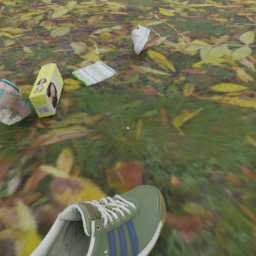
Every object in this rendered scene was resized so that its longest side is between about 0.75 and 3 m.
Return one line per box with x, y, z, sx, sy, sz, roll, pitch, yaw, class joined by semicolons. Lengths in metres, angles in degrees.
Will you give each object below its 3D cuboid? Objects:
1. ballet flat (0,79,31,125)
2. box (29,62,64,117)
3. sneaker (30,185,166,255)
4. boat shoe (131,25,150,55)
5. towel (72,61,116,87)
-2.878;-0.490;6.728;0.738;2.168;0.729;24;75;-2;ballet flat
-2.321;-1.164;8.158;0.484;0.727;1.931;-12;39;5;box
-0.394;1.510;4.081;0.955;1.279;2.849;7;34;39;sneaker
0.403;-3.568;11.090;0.672;0.683;1.926;28;42;-11;boat shoe
-1.143;-1.865;9.478;1.242;0.191;0.927;-30;54;-33;towel
